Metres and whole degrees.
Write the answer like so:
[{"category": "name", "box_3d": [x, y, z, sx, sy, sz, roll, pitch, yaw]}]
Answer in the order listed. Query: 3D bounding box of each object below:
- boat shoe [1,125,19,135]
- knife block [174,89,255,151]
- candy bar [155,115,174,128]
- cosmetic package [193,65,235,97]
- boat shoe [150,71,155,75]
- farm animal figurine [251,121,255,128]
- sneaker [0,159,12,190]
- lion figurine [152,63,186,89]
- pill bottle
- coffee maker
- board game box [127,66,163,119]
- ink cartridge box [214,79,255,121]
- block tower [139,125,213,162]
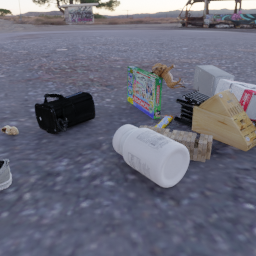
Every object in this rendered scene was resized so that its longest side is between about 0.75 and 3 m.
[{"category": "boat shoe", "box_3d": [-4.276, 0.116, 10.124, 0.855, 0.315, 0.296, 7, 26, 38]}, {"category": "knife block", "box_3d": [2.990, -0.174, 10.300, 0.914, 2.509, 2.858, -20, 76, -36]}, {"category": "candy bar", "box_3d": [1.339, -0.158, 10.846, 0.411, 0.183, 1.649, 13, 28, 25]}, {"category": "cosmetic package", "box_3d": [4.279, -2.305, 14.214, 1.121, 1.328, 2.486, -1, 23, -6]}, {"category": "boat shoe", "box_3d": [1.533, -3.272, 17.330, 0.564, 0.486, 1.565, 4, 25, 8]}, {"category": "farm animal figurine", "box_3d": [4.828, -0.005, 10.317, 0.818, 0.411, 0.660, 17, 10, 40]}, {"category": "sneaker", "box_3d": [-3.863, 1.160, 6.625, 2.151, 0.882, 0.804, -13, 44, -43]}, {"category": "lion figurine", "box_3d": [1.568, -1.955, 10.837, 0.851, 1.389, 0.503, -28, 8, 25]}, {"category": "pill bottle", "box_3d": [0.546, 0.661, 7.794, 1.203, 1.203, 2.104, -18, 29, -34]}, {"category": "coffee maker", "box_3d": [-2.189, -0.534, 10.609, 1.872, 1.313, 1.949, 36, 41, 28]}, {"category": "board game box", "box_3d": [0.664, -1.628, 12.240, 0.369, 1.704, 2.533, -10, 26, -24]}, {"category": "ink cartridge box", "box_3d": [4.963, -1.133, 11.416, 1.867, 1.072, 2.572, 7, 20, -14]}, {"category": "block tower", "box_3d": [1.372, 0.461, 8.874, 2.448, 0.708, 0.661, 7, 25, 17]}]
